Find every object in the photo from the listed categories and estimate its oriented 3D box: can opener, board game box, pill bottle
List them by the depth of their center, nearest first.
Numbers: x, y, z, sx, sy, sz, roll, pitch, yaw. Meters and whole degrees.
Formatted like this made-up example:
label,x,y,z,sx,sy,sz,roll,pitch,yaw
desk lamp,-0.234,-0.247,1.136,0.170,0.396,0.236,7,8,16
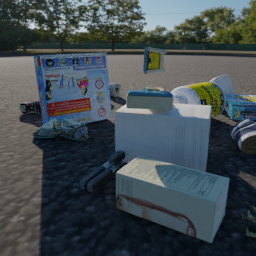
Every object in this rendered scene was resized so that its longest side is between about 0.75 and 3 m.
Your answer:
label,x,y,z,sx,sy,sz,roll,pitch,yaw
can opener,-0.650,1.098,7.442,0.445,0.562,1.691,12,27,27
board game box,-2.177,-1.591,11.548,2.896,2.835,0.809,-12,15,-32
pill bottle,2.664,-0.989,11.771,2.954,1.644,1.644,-16,25,-39
board game box,5.613,-1.025,13.337,1.808,0.562,2.395,3,22,6

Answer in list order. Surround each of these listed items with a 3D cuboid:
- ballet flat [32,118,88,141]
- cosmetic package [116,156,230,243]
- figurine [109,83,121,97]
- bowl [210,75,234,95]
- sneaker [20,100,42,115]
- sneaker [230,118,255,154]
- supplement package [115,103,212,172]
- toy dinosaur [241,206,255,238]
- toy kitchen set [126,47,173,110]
label,x,y,z,sx,sy,sz,roll,pitch,yaw
ballet flat,-2.483,0.005,10.246,2.166,0.779,0.779,3,19,11
cosmetic package,0.898,1.390,5.901,2.127,0.928,1.099,11,21,31
figurine,-1.725,-2.293,16.987,1.963,0.866,2.012,10,20,39
bowl,4.687,-1.800,14.297,1.689,1.692,0.631,-19,10,-42
sneaker,-4.200,-1.076,13.540,1.823,0.690,1.053,5,17,17
sneaker,4.777,0.198,9.457,2.546,0.892,1.381,-4,21,-3
supplement package,1.087,0.150,8.480,2.650,1.607,1.587,6,20,16
toy dinosaur,2.663,1.845,5.305,0.811,0.467,1.605,4,19,7
toy kitchen set,0.579,-1.546,8.273,1.241,1.688,2.107,2,14,-3
